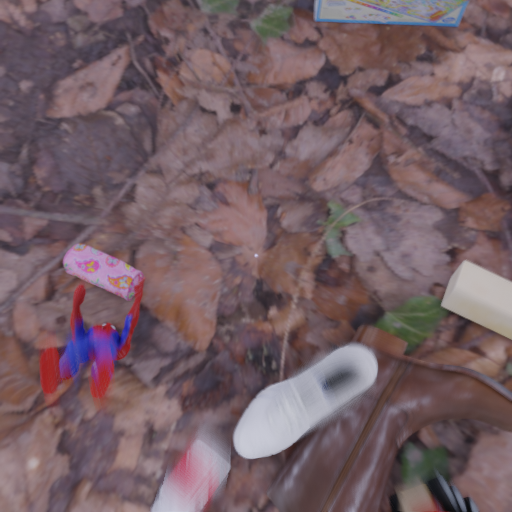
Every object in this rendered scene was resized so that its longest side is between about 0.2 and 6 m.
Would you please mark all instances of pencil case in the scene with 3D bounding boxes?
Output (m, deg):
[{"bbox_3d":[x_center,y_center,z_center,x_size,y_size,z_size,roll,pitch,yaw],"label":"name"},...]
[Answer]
[{"bbox_3d":[-2.612,0.269,9.559,1.338,0.585,0.585,22,71,8],"label":"pencil case"}]

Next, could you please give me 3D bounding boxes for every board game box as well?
[{"bbox_3d":[2.757,-5.482,10.984,3.036,2.041,0.520,3,69,1],"label":"board game box"}]

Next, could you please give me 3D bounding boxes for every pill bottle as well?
[{"bbox_3d":[-0.979,3.406,8.297,0.658,0.658,1.172,36,73,13],"label":"pill bottle"}]

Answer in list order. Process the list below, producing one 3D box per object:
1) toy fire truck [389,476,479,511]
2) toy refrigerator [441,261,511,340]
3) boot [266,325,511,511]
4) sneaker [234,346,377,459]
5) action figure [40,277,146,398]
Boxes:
[{"bbox_3d":[2.671,3.899,7.286,1.061,1.451,1.649,-32,38,22],"label":"toy fire truck"},{"bbox_3d":[4.061,0.854,9.263,1.769,0.619,0.671,26,55,9],"label":"toy refrigerator"},{"bbox_3d":[2.106,3.034,8.221,3.058,1.054,3.282,23,67,22],"label":"boot"},{"bbox_3d":[0.641,2.052,7.994,2.405,1.047,0.896,-38,76,1],"label":"sneaker"},{"bbox_3d":[-2.221,0.951,7.980,0.975,2.987,1.478,10,87,-8],"label":"action figure"}]
